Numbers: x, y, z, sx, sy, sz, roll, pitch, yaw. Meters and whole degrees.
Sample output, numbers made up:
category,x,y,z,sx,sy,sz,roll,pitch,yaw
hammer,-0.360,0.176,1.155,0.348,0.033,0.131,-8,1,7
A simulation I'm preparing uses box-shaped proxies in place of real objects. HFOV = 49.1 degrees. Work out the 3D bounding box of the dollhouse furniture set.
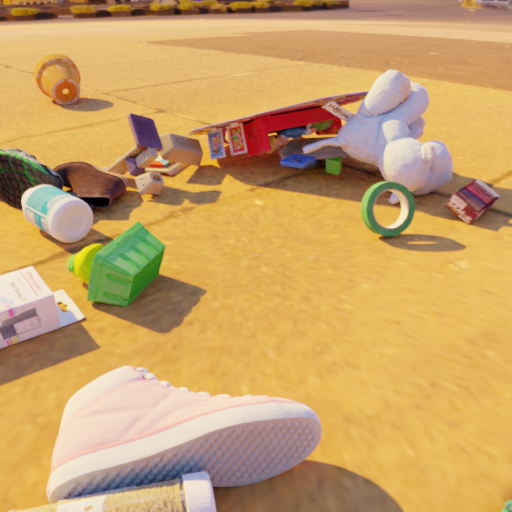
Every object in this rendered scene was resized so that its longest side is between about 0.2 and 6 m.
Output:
category,x,y,z,sx,sy,sz,roll,pitch,yaw
dollhouse furniture set,-2.207,-1.825,12.393,1.526,1.703,2.150,-30,-17,34

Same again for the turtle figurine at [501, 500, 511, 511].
category,x,y,z,sx,sy,sz,roll,pitch,yaw
turtle figurine,2.349,2.317,4.084,1.024,0.688,1.367,-37,20,17

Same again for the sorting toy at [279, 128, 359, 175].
category,x,y,z,sx,sy,sz,roll,pitch,yaw
sorting toy,1.646,-2.444,13.153,1.838,0.445,3.264,6,29,20

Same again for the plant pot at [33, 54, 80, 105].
category,x,y,z,sx,sy,sz,roll,pitch,yaw
plant pot,-6.451,-5.710,18.514,1.465,1.465,1.341,-14,46,-25

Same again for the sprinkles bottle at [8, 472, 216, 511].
category,x,y,z,sx,sy,sz,roll,pitch,yaw
sprinkles bottle,-1.136,2.156,4.465,1.614,0.551,0.551,-7,29,-12

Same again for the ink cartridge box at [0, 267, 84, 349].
category,x,y,z,sx,sy,sz,roll,pitch,yaw
ink cartridge box,-3.193,0.668,7.247,1.645,0.554,0.964,-19,34,-32

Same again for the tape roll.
category,x,y,z,sx,sy,sz,roll,pitch,yaw
tape roll,2.258,-0.804,9.603,0.933,0.933,0.224,-9,9,-16

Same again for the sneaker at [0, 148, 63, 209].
category,x,y,z,sx,sy,sz,roll,pitch,yaw
sneaker,-4.732,-1.735,11.221,2.769,1.080,1.180,20,34,34

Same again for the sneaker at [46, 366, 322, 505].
category,x,y,z,sx,sy,sz,roll,pitch,yaw
sneaker,-0.684,1.505,5.277,2.422,0.912,1.266,-10,34,-10

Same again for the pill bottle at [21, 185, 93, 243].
category,x,y,z,sx,sy,sz,roll,pitch,yaw
pill bottle,-3.524,-0.781,9.741,1.396,0.774,0.774,25,37,37

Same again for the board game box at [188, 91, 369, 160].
category,x,y,z,sx,sy,sz,roll,pitch,yaw
board game box,0.674,-2.914,13.144,4.403,0.857,3.479,-7,10,24

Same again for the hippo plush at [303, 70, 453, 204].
category,x,y,z,sx,sy,sz,roll,pitch,yaw
hippo plush,2.907,-2.354,11.218,2.709,2.158,2.178,4,33,-36

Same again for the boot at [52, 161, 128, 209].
category,x,y,z,sx,sy,sz,roll,pitch,yaw
boot,-3.444,-1.391,11.021,1.677,0.607,1.395,7,24,3

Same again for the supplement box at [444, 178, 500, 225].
category,x,y,z,sx,sy,sz,roll,pitch,yaw
supplement box,4.051,-1.025,10.476,0.584,0.327,1.073,45,45,18

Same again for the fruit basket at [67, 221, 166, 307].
category,x,y,z,sx,sy,sz,roll,pitch,yaw
fruit basket,-2.128,0.079,8.107,1.344,0.969,1.344,14,33,-9

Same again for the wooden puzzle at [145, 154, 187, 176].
category,x,y,z,sx,sy,sz,roll,pitch,yaw
wooden puzzle,-2.250,-2.167,12.946,1.190,0.222,1.101,10,29,18
